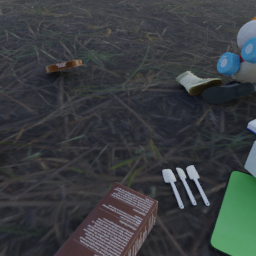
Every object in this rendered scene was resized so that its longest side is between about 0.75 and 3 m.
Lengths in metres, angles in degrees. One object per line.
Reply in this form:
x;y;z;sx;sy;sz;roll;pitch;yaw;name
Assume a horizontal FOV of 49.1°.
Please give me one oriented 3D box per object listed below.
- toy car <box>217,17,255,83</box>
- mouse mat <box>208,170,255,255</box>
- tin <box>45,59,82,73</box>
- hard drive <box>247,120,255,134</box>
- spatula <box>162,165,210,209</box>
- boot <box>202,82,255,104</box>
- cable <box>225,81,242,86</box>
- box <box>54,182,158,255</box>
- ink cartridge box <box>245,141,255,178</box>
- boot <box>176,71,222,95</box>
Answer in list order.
5.231;-3.387;11.052;2.598;2.493;2.818;10;76;-22;toy car
3.321;2.198;6.713;2.222;0.104;2.762;18;41;22;mouse mat
-2.942;-2.841;12.836;1.693;0.354;0.948;-12;9;1;tin
5.373;0.296;9.061;1.578;0.303;2.392;-20;41;-25;hard drive
1.548;1.574;7.555;0.970;0.112;1.394;-4;39;-10;spatula
4.066;-1.384;11.072;1.978;0.670;1.292;-7;4;29;boot
4.585;-1.786;11.943;0.890;0.226;0.726;-34;46;-32;cable
-0.391;2.352;5.877;1.168;0.874;2.333;20;40;25;box
4.563;1.222;7.058;1.829;1.037;2.495;-8;37;-23;ink cartridge box
3.018;-1.995;11.903;1.644;0.593;1.272;-15;39;-16;boot
